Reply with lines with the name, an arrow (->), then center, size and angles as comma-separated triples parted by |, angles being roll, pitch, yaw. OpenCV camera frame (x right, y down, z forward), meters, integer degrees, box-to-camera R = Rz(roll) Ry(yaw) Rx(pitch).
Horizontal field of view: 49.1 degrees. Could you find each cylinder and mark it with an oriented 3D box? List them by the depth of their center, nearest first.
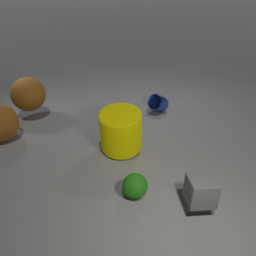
cylinder -> -0.240, 0.096, 9.362 | 1.400, 1.400, 1.400 | -1, 38, 1
cylinder -> 1.324, -1.092, 12.285 | 0.700, 0.700, 0.700 | 20, 6, 33

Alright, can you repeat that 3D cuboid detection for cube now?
cube -> 1.830, 1.568, 7.010 | 0.700, 0.700, 0.700 | -1, 26, -6

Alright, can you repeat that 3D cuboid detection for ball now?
ball -> 0.190, 1.575, 7.622 | 0.700, 0.700, 0.700 | 0, 28, 0
ball -> -4.706, -0.184, 10.202 | 1.400, 1.400, 1.400 | 0, 28, 0
ball -> -4.116, -1.391, 11.562 | 1.400, 1.400, 1.400 | 0, 28, 0
